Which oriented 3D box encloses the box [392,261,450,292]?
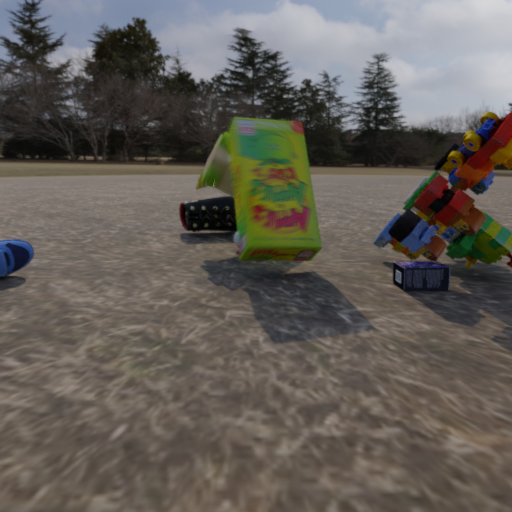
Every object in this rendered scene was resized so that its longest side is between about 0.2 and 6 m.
[{"bbox_3d":[2.571,0.312,8.739,0.729,0.380,0.539,-2,10,-5],"label":"box"}]

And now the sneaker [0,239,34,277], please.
[{"bbox_3d":[-4.434,0.151,9.122,1.647,0.609,0.677,-17,19,-33],"label":"sneaker"}]

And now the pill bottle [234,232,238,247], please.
[{"bbox_3d":[-0.068,-0.378,11.728,0.493,0.493,0.847,-8,2,-36],"label":"pill bottle"}]

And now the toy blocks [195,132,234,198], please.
[{"bbox_3d":[-0.242,-1.815,12.794,1.799,1.315,2.632,28,19,-12],"label":"toy blocks"}]

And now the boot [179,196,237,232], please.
[{"bbox_3d":[-0.671,-0.962,14.015,2.089,0.999,2.766,-7,12,-19],"label":"boot"}]

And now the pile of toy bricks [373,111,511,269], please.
[{"bbox_3d":[3.567,-0.527,9.515,1.994,2.241,4.039,38,-13,6],"label":"pile of toy bricks"}]

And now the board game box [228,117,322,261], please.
[{"bbox_3d":[0.295,-1.225,10.188,1.338,2.633,0.627,1,-24,-16],"label":"board game box"}]
